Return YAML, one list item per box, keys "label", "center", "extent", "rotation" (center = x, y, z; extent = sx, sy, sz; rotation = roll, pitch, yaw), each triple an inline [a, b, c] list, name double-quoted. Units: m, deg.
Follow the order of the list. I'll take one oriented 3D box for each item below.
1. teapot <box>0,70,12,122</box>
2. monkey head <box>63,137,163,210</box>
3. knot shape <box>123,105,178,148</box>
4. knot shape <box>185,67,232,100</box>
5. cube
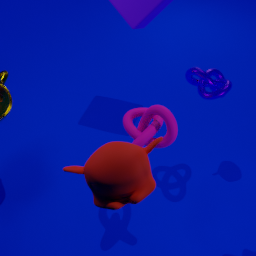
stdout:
- label: "teapot"
  center: [-3.033, -0.531, 6.049]
  extent: [0.878, 1.114, 1.792]
  rotation: [-6, 57, 31]
- label: "monkey head"
  center: [-0.126, 0.660, 4.268]
  extent: [1.547, 1.113, 0.932]
  rotation: [-18, 88, 4]
- label: "knot shape"
  center: [0.451, 0.016, 5.688]
  extent: [1.225, 0.605, 1.309]
  rotation: [-17, 50, 41]
- label: "knot shape"
  center: [1.928, -0.998, 6.459]
  extent: [1.151, 0.532, 1.077]
  rotation: [11, 30, -16]
- label: "cube"
  center: [0.347, -3.693, 7.746]
  extent: [1.307, 1.307, 1.307]
  rotation: [49, 25, -6]
